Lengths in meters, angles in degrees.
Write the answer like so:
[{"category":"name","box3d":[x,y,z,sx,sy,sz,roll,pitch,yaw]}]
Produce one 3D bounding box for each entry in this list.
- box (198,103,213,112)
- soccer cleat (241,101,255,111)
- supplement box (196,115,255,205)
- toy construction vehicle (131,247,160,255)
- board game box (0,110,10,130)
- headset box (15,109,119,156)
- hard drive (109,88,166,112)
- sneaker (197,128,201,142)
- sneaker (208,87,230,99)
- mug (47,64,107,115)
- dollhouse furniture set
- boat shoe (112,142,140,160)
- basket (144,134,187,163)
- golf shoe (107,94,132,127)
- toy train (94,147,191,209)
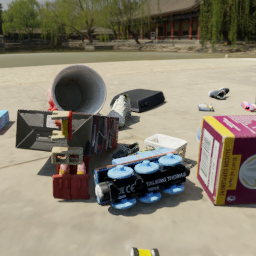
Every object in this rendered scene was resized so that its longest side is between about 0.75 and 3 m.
[{"category":"box","box3d":[3.503,-0.946,12.708,0.614,0.169,0.899,3,19,9]},{"category":"soccer cleat","box3d":[5.340,-0.974,12.594,0.365,0.340,0.997,-15,21,-10]},{"category":"supplement box","box3d":[2.860,0.626,6.022,2.430,1.591,1.254,-2,21,-5]},{"category":"toy construction vehicle","box3d":[-0.139,2.177,3.318,1.381,0.558,1.586,7,20,-13]},{"category":"board game box","box3d":[-5.678,-0.186,10.073,2.249,0.453,1.721,-2,19,-6]},{"category":"headset box","box3d":[-1.440,0.073,7.704,1.960,0.989,2.637,5,2,12]},{"category":"hard drive","box3d":[0.510,-1.402,13.402,1.809,0.568,2.682,12,22,31]},{"category":"sneaker","box3d":[2.515,0.246,8.519,0.582,0.661,1.482,-2,19,-5]},{"category":"sneaker","box3d":[4.990,-1.826,14.642,1.266,0.481,0.915,-16,12,-16]},{"category":"mug","box3d":[-2.390,-1.172,10.476,2.484,1.867,2.798,-21,11,-20]},{"category":"dollhouse furniture set","box3d":[-1.171,0.478,5.953,0.766,1.885,1.014,2,21,-8]},{"category":"boat shoe","box3d":[-0.050,0.648,7.884,0.997,0.308,0.373,-15,24,-37]},{"category":"basket","box3d":[1.011,0.610,7.533,0.994,0.613,0.674,14,24,37]},{"category":"golf shoe","box3d":[-0.389,-0.701,10.684,0.833,1.034,2.127,8,22,9]},{"category":"toy train","box3d":[0.257,1.025,6.002,2.142,0.928,1.224,-11,13,-22]}]
